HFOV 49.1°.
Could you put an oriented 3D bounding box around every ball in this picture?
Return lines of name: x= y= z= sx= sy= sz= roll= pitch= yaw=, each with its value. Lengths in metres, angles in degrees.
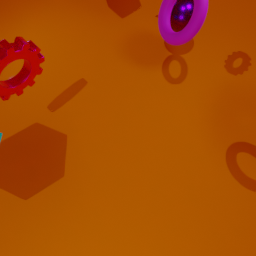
ball: x=1.547 y=-3.246 z=7.912 sx=1.114 sy=1.114 sz=1.114 roll=0 pitch=62 yaw=0

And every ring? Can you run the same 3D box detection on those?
ring: x=1.018 y=-2.207 z=5.360 sx=0.244 sy=1.218 sz=1.218 roll=1 pitch=57 yaw=-34

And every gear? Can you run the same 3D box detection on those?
gear: x=-2.443 y=-1.217 z=5.906 sx=0.268 sy=1.447 sz=1.447 roll=43 pitch=70 yaw=14

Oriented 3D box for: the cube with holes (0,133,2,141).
cube with holes: x=-3.265 y=0.776 z=4.904 sx=1.396 sy=1.396 sz=1.396 roll=21 pitch=50 yaw=-29
